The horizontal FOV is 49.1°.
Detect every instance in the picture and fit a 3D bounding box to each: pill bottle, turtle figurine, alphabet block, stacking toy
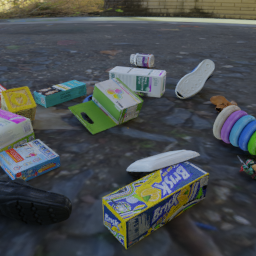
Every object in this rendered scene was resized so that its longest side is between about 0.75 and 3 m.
[{"bbox_3d":[0.886,-4.319,17.805,1.423,0.793,0.793,13,30,23],"label":"pill bottle"},{"bbox_3d":[3.530,1.131,7.476,0.904,0.608,1.207,-26,50,-12],"label":"turtle figurine"},{"bbox_3d":[-4.056,-0.799,10.366,0.993,1.011,0.988,-20,71,-31],"label":"alphabet block"},{"bbox_3d":[4.068,0.418,8.436,1.238,1.238,2.900,-19,39,-32],"label":"stacking toy"}]

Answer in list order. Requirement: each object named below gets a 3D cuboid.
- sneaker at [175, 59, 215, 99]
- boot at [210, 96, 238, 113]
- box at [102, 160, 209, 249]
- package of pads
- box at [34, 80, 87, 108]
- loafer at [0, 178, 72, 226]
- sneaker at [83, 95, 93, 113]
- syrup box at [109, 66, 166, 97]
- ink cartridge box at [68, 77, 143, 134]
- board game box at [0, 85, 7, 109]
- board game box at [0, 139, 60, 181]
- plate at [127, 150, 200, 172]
[{"bbox_3d":[3.090,-2.127,13.623,0.993,1.805,2.465,43,78,4],"label":"sneaker"},{"bbox_3d":[3.844,-0.951,11.694,1.228,0.453,0.950,19,37,37],"label":"boot"},{"bbox_3d":[0.688,1.586,6.369,2.496,0.802,0.874,-19,33,-33],"label":"box"},{"bbox_3d":[-4.802,0.146,8.976,2.810,0.958,2.171,15,31,27],"label":"package of pads"},{"bbox_3d":[-3.051,-1.604,12.811,0.927,0.554,2.254,23,35,37],"label":"box"},{"bbox_3d":[-2.500,1.533,6.318,2.709,0.920,0.951,3,36,13],"label":"loafer"},{"bbox_3d":[-1.104,-1.090,11.691,0.744,0.669,1.909,8,26,31],"label":"sneaker"},{"bbox_3d":[0.474,-2.259,13.550,2.595,1.022,1.057,9,29,16],"label":"syrup box"},{"bbox_3d":[-0.822,-0.881,10.540,2.262,0.857,1.672,-24,58,-39],"label":"ink cartridge box"},{"bbox_3d":[-6.531,-1.358,12.221,2.104,0.643,2.778,-22,34,-36],"label":"board game box"},{"bbox_3d":[-2.875,0.927,8.107,1.309,0.374,1.337,-23,35,-36],"label":"board game box"},{"bbox_3d":[0.876,0.863,7.538,1.537,0.248,1.533,-14,-2,-24],"label":"plate"}]
